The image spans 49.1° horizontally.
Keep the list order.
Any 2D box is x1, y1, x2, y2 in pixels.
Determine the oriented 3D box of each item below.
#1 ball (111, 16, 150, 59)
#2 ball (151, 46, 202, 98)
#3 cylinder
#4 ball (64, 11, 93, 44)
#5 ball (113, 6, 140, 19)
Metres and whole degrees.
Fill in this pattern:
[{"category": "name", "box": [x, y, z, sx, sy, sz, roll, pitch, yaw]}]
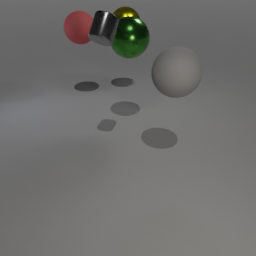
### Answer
[{"category": "ball", "box": [0.053, -3.118, 9.668, 1.400, 1.400, 1.400, 0, 29, 0]}, {"category": "ball", "box": [1.352, -1.544, 7.806, 1.400, 1.400, 1.400, 0, 29, 0]}, {"category": "cylinder", "box": [-0.661, -2.705, 7.651, 0.700, 0.700, 0.700, 17, -3, 1]}, {"category": "ball", "box": [-2.118, -4.414, 12.341, 1.400, 1.400, 1.400, 0, 29, 0]}, {"category": "ball", "box": [-0.116, -4.807, 12.834, 1.400, 1.400, 1.400, 0, 29, 0]}]
